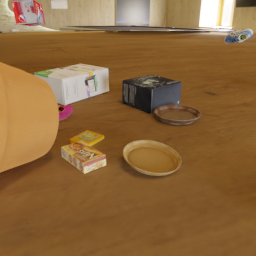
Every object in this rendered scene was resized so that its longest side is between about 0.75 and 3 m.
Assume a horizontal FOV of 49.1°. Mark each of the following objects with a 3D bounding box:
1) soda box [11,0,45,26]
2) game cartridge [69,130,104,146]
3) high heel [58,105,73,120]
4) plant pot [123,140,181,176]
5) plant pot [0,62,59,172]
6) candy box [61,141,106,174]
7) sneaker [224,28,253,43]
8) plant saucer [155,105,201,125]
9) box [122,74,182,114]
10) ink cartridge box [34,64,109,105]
[{"bbox_3d":[-3.454,-4.029,9.882,0.691,0.763,2.180,-9,19,-6],"label":"soda box"},{"bbox_3d":[-1.151,0.303,7.787,0.670,0.123,0.760,15,26,31],"label":"game cartridge"},{"bbox_3d":[-2.515,-0.683,9.038,0.653,0.930,1.939,18,29,35],"label":"high heel"},{"bbox_3d":[0.553,0.709,6.568,1.375,0.189,1.375,6,28,-3],"label":"plant pot"},{"bbox_3d":[-2.880,-0.229,6.122,2.840,2.840,1.988,21,15,39],"label":"plant pot"},{"bbox_3d":[-1.079,0.671,6.713,0.614,0.294,1.064,-19,30,-36],"label":"candy box"},{"bbox_3d":[4.101,-3.419,10.512,1.088,0.412,0.419,-8,39,51],"label":"sneaker"},{"bbox_3d":[1.647,-0.433,9.342,1.516,0.243,1.516,-1,23,0],"label":"plant saucer"},{"bbox_3d":[0.881,-1.328,10.524,1.591,0.950,1.618,-19,31,-37],"label":"box"},{"bbox_3d":[-2.273,-1.908,11.693,1.826,1.059,2.521,18,29,35],"label":"ink cartridge box"}]
